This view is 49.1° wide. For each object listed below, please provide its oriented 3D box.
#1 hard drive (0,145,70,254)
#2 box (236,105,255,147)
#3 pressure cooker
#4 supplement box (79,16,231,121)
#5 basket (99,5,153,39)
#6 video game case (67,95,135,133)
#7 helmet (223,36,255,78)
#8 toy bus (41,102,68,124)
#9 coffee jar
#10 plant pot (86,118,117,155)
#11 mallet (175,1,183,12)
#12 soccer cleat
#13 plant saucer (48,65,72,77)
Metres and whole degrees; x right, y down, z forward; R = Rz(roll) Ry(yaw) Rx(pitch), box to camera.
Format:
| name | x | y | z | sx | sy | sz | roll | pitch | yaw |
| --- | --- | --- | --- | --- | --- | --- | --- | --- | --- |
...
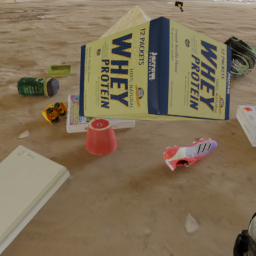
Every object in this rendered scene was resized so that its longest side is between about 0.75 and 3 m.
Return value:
| name | x | y | z | sx | sy | sz | roll | pitch | yaw |
| --- | --- | --- | --- | --- | --- | --- | --- | --- | --- |
| hard drive | -3.148 | 1.834 | 7.075 | 1.938 | 0.386 | 2.938 | 19 | 53 | 28 |
| box | 6.014 | -0.087 | 10.745 | 2.992 | 0.616 | 2.332 | 3 | 31 | 3 |
| pressure cooker | 3.234 | 2.530 | 4.946 | 2.513 | 2.210 | 2.245 | 1 | 53 | 3 |
| supplement box | 0.704 | -1.211 | 7.436 | 2.917 | 1.958 | 2.914 | 2 | 0 | -43 |
| basket | 0.114 | -2.897 | 9.301 | 1.895 | 1.169 | 1.284 | -36 | 54 | 19 |
| video game case | -1.253 | -0.784 | 12.146 | 2.677 | 0.348 | 2.941 | -5 | 32 | -7 |
| helmet | 5.929 | -3.762 | 15.383 | 2.165 | 2.165 | 2.064 | -31 | 75 | -40 |
| toy bus | -3.127 | -0.703 | 11.668 | 0.920 | 0.624 | 0.883 | -44 | 39 | -24 |
| coffee jar | -4.360 | -2.022 | 13.741 | 1.855 | 0.791 | 0.967 | 3 | 30 | 7 |
| plant pot | -0.960 | 0.254 | 9.789 | 1.111 | 0.983 | 1.111 | 0 | 35 | 0 |
| mallet | 2.053 | -4.870 | 11.247 | 0.336 | 0.210 | 1.021 | 12 | 39 | -1 |
| soccer cleat | 2.128 | 0.884 | 9.261 | 2.019 | 0.673 | 0.772 | -9 | 58 | -20 |
| plant saucer | -3.933 | -3.305 | 16.313 | 1.300 | 0.312 | 1.302 | -3 | 31 | -6 |
